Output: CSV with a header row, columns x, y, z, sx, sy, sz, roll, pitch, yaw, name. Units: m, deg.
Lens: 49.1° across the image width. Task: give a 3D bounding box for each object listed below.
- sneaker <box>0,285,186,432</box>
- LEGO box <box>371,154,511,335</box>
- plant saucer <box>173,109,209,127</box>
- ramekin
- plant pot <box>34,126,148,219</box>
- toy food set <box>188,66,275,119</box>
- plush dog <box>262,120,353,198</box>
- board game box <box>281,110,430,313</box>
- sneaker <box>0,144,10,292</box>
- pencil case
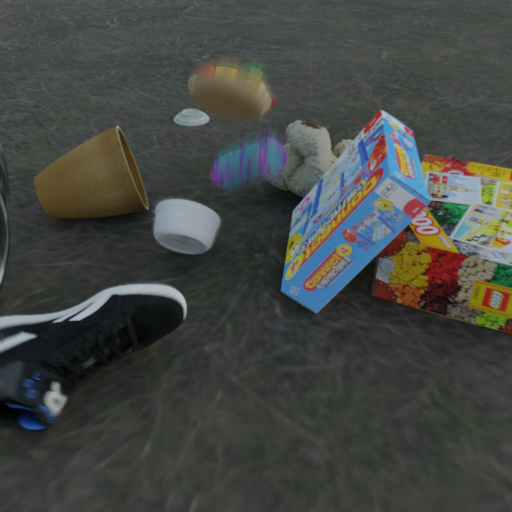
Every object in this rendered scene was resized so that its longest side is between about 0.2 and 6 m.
x,y,z,sx,sy,sz,roll,pitch,yaw,name
-2.135,1.336,6.827,2.741,1.001,1.533,-14,39,-2,sneaker
3.435,-0.335,8.983,2.309,1.197,3.101,15,37,20,LEGO box
-1.713,-3.681,14.766,0.941,0.236,0.941,0,35,0,plant saucer
-1.181,-0.441,9.250,1.069,1.069,0.561,7,68,10,ramekin
-3.096,-1.350,10.403,1.745,1.626,1.626,-19,36,-2,plant pot
-0.439,-2.890,9.940,1.525,1.541,0.375,11,78,8,toy food set
0.910,-1.681,11.089,2.062,1.654,1.771,9,6,-43,plush dog
1.424,-0.728,8.546,0.678,2.425,2.374,32,32,-13,board game box
-3.917,-0.667,7.888,1.317,1.523,3.477,-9,77,-3,sneaker
-0.130,-1.448,8.745,0.588,0.541,1.271,-35,16,-36,pencil case
